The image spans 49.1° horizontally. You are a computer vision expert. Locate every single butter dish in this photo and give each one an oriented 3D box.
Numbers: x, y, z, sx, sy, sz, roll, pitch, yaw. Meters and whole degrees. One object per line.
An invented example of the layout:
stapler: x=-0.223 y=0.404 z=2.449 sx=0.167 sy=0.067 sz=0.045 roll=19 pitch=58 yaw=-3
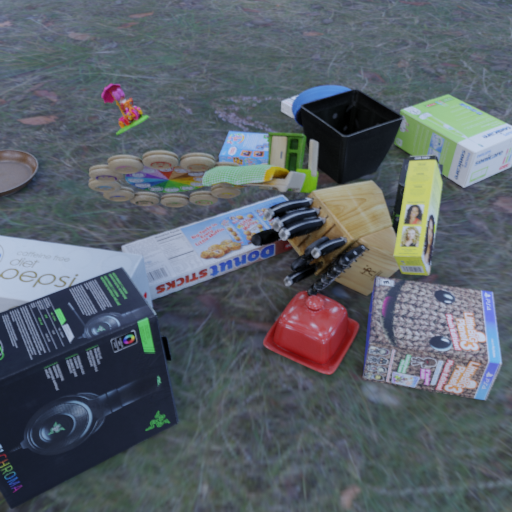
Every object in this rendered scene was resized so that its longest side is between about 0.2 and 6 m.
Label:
butter dish: x=0.959 y=1.086 z=9.451 sx=1.350 sy=1.001 sz=1.354 roll=20 pitch=46 yaw=23

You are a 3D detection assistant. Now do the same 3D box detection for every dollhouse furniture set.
dollhouse furniture set: x=0.271 y=-1.715 z=9.845 sx=1.457 sy=1.125 sz=2.914 roll=6 pitch=8 yaw=17

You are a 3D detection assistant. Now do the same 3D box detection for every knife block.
knife block: x=1.194 y=-0.640 z=10.301 sx=2.925 sy=1.066 sz=3.332 roll=27 pitch=36 yaw=-23

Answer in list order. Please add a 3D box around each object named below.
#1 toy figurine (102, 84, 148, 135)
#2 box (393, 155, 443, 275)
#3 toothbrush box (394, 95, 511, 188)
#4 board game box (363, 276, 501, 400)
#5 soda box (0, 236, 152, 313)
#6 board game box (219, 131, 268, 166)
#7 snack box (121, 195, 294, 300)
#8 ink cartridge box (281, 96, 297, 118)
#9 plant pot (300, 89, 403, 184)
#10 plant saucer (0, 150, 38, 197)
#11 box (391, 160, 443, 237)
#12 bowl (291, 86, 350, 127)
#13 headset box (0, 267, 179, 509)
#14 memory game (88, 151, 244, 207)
toy figurine: x=-2.928 y=-3.284 z=12.220 sx=0.800 sy=0.981 sz=1.066 roll=-42 pitch=24 yaw=-26
box: x=2.596 y=-0.658 z=8.899 sx=0.461 sy=0.693 sz=1.841 roll=2 pitch=65 yaw=28
toothbrush box: x=4.968 y=-2.930 z=13.964 sx=1.763 sy=1.042 sz=2.422 roll=-23 pitch=46 yaw=-25
board game box: x=2.834 y=1.309 z=9.228 sx=1.956 sy=0.947 sz=1.560 roll=7 pitch=42 yaw=10
soda box: x=-4.085 y=0.641 z=9.688 sx=4.260 sy=1.356 sz=1.451 roll=8 pitch=42 yaw=9
board game box: x=0.016 y=-2.699 z=14.260 sx=1.695 sy=0.310 sz=1.282 roll=7 pitch=42 yaw=7
snack box: x=-0.721 y=-0.252 z=11.373 sx=3.722 sy=0.452 sz=1.338 roll=-20 pitch=45 yaw=-21
ink cartridge box: x=1.175 y=-4.298 z=16.066 sx=0.765 sy=0.321 sz=0.557 roll=-28 pitch=49 yaw=-28
plant pot: x=2.181 y=-2.768 z=13.410 sx=1.750 sy=1.552 sz=1.745 roll=-21 pitch=46 yaw=-24
plant saucer: x=-6.205 y=-1.918 z=13.383 sx=1.965 sy=0.315 sz=1.965 roll=0 pitch=42 yaw=0
box: x=3.342 y=-1.151 z=11.706 sx=0.848 sy=1.364 sz=1.013 roll=10 pitch=42 yaw=11
bowl: x=1.805 y=-3.790 z=14.569 sx=1.763 sy=1.763 sz=0.346 roll=-1 pitch=73 yaw=-1
headset box: x=-2.475 y=1.730 z=7.679 sx=2.687 sy=2.339 sz=1.246 roll=-22 pitch=41 yaw=-24
memory game: x=-1.616 y=-1.354 z=10.487 sx=3.018 sy=3.018 sz=0.192 roll=-1 pitch=79 yaw=-2
